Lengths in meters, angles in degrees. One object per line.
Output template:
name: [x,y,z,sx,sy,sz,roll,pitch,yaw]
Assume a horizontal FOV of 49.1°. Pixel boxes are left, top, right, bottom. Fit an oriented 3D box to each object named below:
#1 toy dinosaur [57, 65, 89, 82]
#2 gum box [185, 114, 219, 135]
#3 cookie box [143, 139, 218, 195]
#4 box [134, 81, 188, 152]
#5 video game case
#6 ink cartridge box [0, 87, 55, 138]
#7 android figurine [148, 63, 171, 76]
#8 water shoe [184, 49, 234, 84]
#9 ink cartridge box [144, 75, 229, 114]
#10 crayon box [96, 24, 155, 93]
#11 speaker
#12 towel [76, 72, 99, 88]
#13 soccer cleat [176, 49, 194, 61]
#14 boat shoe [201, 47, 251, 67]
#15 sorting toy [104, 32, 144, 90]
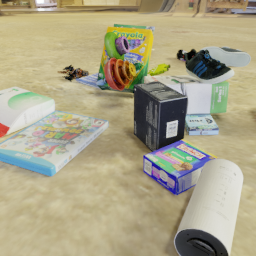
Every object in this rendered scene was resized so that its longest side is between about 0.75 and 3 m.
toy dinosaur: [-2.520,-2.466,12.763,1.415,0.723,0.961,-16,9,15]
gum box: [2.160,-0.113,8.400,0.844,0.221,0.993,-1,26,0]
cookie box: [1.173,0.821,6.288,1.283,0.482,1.098,-18,31,-32]
box: [0.783,-0.278,7.287,0.795,1.527,1.390,-12,30,-22]
video game case: [-2.016,0.255,7.662,1.956,0.243,2.733,12,30,21]
ink cartridge box: [-4.029,-0.483,8.698,2.200,0.685,2.734,19,31,33]
android figurine: [1.208,-2.293,11.068,0.913,0.188,0.831,-6,34,34]
water shoe: [2.301,-1.910,8.459,0.750,0.828,2.099,-30,27,-10]
ink cartridge box: [1.802,-1.145,9.331,2.440,1.029,1.783,-2,19,-5]
crayon box: [-0.058,-2.838,10.893,1.783,2.836,0.731,8,-7,13]
speaker: [1.473,1.369,4.852,0.826,0.826,2.035,12,30,22]
towel: [-0.798,-2.340,12.666,1.858,0.306,2.566,19,33,34]
soccer cleat: [3.296,-4.034,15.835,0.611,0.570,1.670,14,18,-24]
boat shoe: [4.973,-3.760,14.765,2.749,1.039,0.829,10,28,-6]
sorting toy: [-0.104,-2.338,9.648,0.952,1.393,2.319,-12,63,25]
